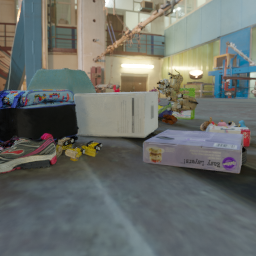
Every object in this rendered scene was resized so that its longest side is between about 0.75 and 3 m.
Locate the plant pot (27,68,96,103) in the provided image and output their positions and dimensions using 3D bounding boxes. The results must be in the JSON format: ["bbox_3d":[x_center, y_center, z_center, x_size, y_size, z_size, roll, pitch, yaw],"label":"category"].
[{"bbox_3d":[-2.545,-1.116,11.021,2.330,2.373,2.323,3,8,21],"label":"plant pot"}]

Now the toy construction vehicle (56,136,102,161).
[{"bbox_3d":[-1.272,0.547,6.625,0.984,0.398,1.130,14,15,16],"label":"toy construction vehicle"}]

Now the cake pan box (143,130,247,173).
[{"bbox_3d":[1.631,0.448,6.489,2.094,0.548,1.928,3,11,22],"label":"cake pan box"}]

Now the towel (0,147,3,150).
[{"bbox_3d":[-4.267,0.514,6.449,2.015,0.412,2.754,-9,12,-44],"label":"towel"}]

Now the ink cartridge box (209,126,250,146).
[{"bbox_3d":[2.961,0.227,8.243,1.115,0.477,0.823,4,9,17],"label":"ink cartridge box"}]

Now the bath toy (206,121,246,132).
[{"bbox_3d":[3.332,0.012,9.601,1.436,0.531,0.625,-3,8,-15],"label":"bath toy"}]

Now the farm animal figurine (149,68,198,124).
[{"bbox_3d":[2.182,-1.397,13.141,1.224,1.965,2.434,6,47,-32],"label":"farm animal figurine"}]

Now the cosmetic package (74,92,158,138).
[{"bbox_3d":[-0.299,-0.557,10.100,2.424,1.490,2.417,2,8,16],"label":"cosmetic package"}]

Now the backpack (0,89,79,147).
[{"bbox_3d":[-2.869,-0.275,7.884,2.378,1.600,2.171,4,10,37],"label":"backpack"}]

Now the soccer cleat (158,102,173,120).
[{"bbox_3d":[1.063,-0.975,14.601,2.575,1.077,0.833,2,8,17],"label":"soccer cleat"}]

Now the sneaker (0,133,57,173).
[{"bbox_3d":[-2.364,0.494,5.669,1.774,0.662,0.715,-6,10,-31],"label":"sneaker"}]

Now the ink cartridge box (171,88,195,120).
[{"bbox_3d":[2.913,-1.314,14.984,1.214,1.642,0.622,5,9,32],"label":"ink cartridge box"}]

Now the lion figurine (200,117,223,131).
[{"bbox_3d":[3.300,-0.062,10.641,1.020,0.369,0.624,11,46,27],"label":"lion figurine"}]
